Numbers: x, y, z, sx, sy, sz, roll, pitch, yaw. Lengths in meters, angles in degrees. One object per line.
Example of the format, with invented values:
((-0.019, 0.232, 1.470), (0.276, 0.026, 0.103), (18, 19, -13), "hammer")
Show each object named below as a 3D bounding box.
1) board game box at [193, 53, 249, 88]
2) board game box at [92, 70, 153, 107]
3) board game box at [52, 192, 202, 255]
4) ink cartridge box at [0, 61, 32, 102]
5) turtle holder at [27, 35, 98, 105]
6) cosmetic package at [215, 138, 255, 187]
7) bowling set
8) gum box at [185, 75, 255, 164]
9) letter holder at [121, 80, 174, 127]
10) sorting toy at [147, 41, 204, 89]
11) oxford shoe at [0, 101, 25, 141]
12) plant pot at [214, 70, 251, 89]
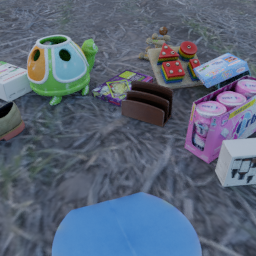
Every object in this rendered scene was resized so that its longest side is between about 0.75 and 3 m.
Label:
((2.828, -1.839, 8.749), (1.257, 0.304, 1.662), (-23, 20, 11), "board game box")
((-0.154, -1.482, 9.996), (1.234, 0.332, 2.057), (20, 41, 31), "board game box")
((-0.035, 2.131, 4.945), (2.514, 0.489, 1.986), (-9, 32, -22), "board game box")
((-4.339, -1.675, 9.881), (1.675, 0.703, 1.213), (21, 41, 26), "ink cartridge box")
((-2.111, -2.125, 9.531), (2.590, 1.839, 1.968), (-12, 37, -15), "turtle holder")
((3.300, 0.743, 6.390), (2.366, 0.976, 0.599), (-4, 39, -5), "cosmetic package")
((1.273, -3.850, 12.398), (1.037, 1.344, 1.931), (16, 35, 22), "bowling set")
((2.607, -0.269, 7.351), (2.520, 1.430, 0.833), (-26, 44, -31), "gum box")
((0.571, -0.788, 8.429), (1.409, 1.001, 0.708), (18, 40, 22), "letter holder")
((1.849, -2.405, 10.247), (1.842, 0.641, 1.831), (-9, 62, -12), "sorting toy")
((-3.880, 0.125, 7.225), (0.895, 0.950, 2.541), (18, 40, 23), "oxford shoe")
((3.421, -1.807, 9.791), (1.201, 1.201, 1.176), (-7, 29, -10), "plant pot")
